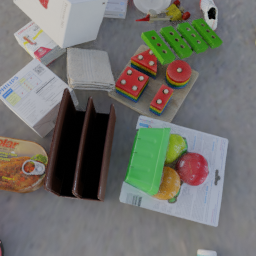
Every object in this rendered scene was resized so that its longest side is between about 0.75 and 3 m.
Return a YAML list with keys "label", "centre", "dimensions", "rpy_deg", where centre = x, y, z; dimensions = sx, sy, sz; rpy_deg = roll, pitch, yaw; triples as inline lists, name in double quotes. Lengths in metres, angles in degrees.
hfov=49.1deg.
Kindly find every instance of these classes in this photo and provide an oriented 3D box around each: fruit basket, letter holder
- label: "fruit basket"
  centre: [1.341, 1.144, 7.845]
  dimensions: [2.750, 1.289, 2.547]
  rpy_deg: [17, 70, -9]
- label: "letter holder"
  centre: [-1.180, 0.475, 7.522]
  dimensions: [1.341, 1.896, 2.667]
  rpy_deg: [6, 70, 2]

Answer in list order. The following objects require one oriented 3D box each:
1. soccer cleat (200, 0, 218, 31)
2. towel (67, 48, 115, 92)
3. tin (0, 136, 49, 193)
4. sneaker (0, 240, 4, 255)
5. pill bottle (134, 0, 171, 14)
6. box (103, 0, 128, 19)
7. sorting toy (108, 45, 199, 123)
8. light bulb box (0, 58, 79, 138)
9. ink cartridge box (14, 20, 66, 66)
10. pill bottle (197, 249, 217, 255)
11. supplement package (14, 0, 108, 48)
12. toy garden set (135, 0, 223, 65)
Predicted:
- label: "soccer cleat"
  centre: [2.899, -4.188, 9.905]
  dimensions: [0.546, 0.678, 1.592]
  rpy_deg: [-1, 70, -1]
- label: "towel"
  centre: [-1.194, -1.848, 8.741]
  dimensions: [1.390, 0.362, 2.098]
  rpy_deg: [2, 43, -15]
- label: "tin"
  centre: [-3.557, 1.021, 8.099]
  dimensions: [2.682, 0.561, 1.501]
  rpy_deg: [9, 74, 4]
- label: "sneaker"
  centre: [-4.401, 2.716, 7.119]
  dimensions: [2.696, 1.169, 0.994]
  rpy_deg: [35, 74, 11]
- label: "pill bottle"
  centre: [0.953, -5.402, 10.014]
  dimensions: [1.312, 1.312, 2.337]
  rpy_deg: [7, 70, 2]
- label: "box"
  centre: [-0.710, -4.958, 10.341]
  dimensions: [1.475, 0.389, 1.892]
  rpy_deg: [5, 69, 3]
- label: "sorting toy"
  centre: [0.841, -1.536, 8.882]
  dimensions: [2.210, 0.769, 2.196]
  rpy_deg: [30, 72, 11]
- label: "light bulb box"
  centre: [-2.707, -0.907, 8.513]
  dimensions: [1.648, 1.028, 1.633]
  rpy_deg: [40, 75, 13]
- label: "ink cartridge box"
  centre: [-2.972, -2.899, 9.481]
  dimensions: [1.400, 0.584, 1.016]
  rpy_deg: [43, 75, 14]
- label: "pill bottle"
  centre: [2.016, 3.598, 7.163]
  dimensions: [0.483, 0.483, 0.872]
  rpy_deg: [6, 69, 2]
- label: "supplement package"
  centre: [-2.243, -4.170, 9.125]
  dimensions: [2.666, 1.617, 1.597]
  rpy_deg: [44, 47, 15]
- label: "toy garden set"
  centre: [1.469, -3.164, 9.277]
  dimensions: [2.686, 0.536, 2.239]
  rpy_deg: [-23, 70, -29]
